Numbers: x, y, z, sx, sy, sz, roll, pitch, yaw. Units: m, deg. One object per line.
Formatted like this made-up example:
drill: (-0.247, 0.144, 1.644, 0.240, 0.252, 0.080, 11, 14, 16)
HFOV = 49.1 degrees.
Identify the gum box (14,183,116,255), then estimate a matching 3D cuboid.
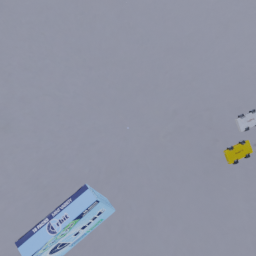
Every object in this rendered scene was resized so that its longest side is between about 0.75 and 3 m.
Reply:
gum box: (-0.580, 1.010, 2.947, 0.815, 0.960, 0.214, -39, 67, -8)

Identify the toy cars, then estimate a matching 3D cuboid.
toy cars: (2.465, 0.180, 6.122, 0.662, 0.327, 1.478, 31, 73, -15)
